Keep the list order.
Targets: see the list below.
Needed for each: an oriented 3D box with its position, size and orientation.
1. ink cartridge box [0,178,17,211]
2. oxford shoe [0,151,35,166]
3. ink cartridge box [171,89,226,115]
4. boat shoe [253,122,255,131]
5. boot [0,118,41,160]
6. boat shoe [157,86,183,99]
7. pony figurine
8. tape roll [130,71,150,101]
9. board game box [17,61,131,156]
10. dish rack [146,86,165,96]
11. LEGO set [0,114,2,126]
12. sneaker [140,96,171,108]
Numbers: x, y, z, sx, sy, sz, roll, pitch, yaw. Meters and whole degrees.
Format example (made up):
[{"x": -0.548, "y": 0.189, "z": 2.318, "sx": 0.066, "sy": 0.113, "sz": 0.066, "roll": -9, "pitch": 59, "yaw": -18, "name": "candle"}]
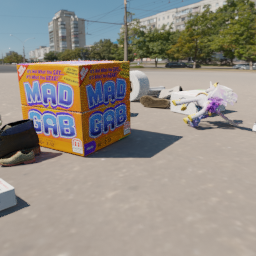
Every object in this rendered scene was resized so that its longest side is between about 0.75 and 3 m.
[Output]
[{"x": -2.741, "y": 1.358, "z": 5.374, "sx": 0.683, "sy": 0.392, "sz": 0.940, "roll": 14, "pitch": 20, "yaw": 42, "name": "ink cartridge box"}, {"x": -3.019, "y": 0.798, "z": 7.597, "sx": 0.940, "sy": 0.352, "sz": 0.331, "roll": -8, "pitch": 17, "yaw": -27, "name": "oxford shoe"}, {"x": 3.629, "y": -1.348, "z": 14.461, "sx": 2.413, "sy": 1.013, "sz": 1.747, "roll": -11, "pitch": 18, "yaw": -37, "name": "ink cartridge box"}, {"x": 5.518, "y": -0.036, "z": 9.438, "sx": 0.947, "sy": 0.895, "sz": 2.641, "roll": 10, "pitch": 7, "yaw": -29, "name": "boat shoe"}, {"x": -3.590, "y": 0.371, "z": 7.799, "sx": 2.210, "sy": 1.071, "sz": 0.826, "roll": -11, "pitch": 18, "yaw": -35, "name": "boot"}, {"x": 2.882, "y": -2.167, "z": 18.617, "sx": 1.885, "sy": 0.704, "sz": 0.874, "roll": -10, "pitch": -33, "yaw": 38, "name": "boat shoe"}, {"x": 3.337, "y": -0.954, "z": 11.519, "sx": 2.332, "sy": 1.942, "sz": 2.251, "roll": -28, "pitch": 46, "yaw": -8, "name": "pony figurine"}, {"x": 0.273, "y": -2.690, "z": 17.892, "sx": 1.887, "sy": 1.887, "sz": 1.295, "roll": 9, "pitch": 17, "yaw": 32, "name": "tape roll"}, {"x": -1.684, "y": -0.871, "z": 9.403, "sx": 2.602, "sy": 2.603, "sz": 2.605, "roll": 8, "pitch": 18, "yaw": 31, "name": "board game box"}, {"x": 1.610, "y": -2.564, "z": 19.351, "sx": 1.792, "sy": 0.390, "sz": 1.538, "roll": -6, "pitch": -8, "yaw": -25, "name": "dish rack"}, {"x": -5.115, "y": 0.072, "z": 10.235, "sx": 2.502, "sy": 0.709, "sz": 1.625, "roll": 25, "pitch": 28, "yaw": 30, "name": "LEGO set"}, {"x": 1.565, "y": -1.390, "z": 15.789, "sx": 1.841, "sy": 0.648, "sz": 0.695, "roll": 15, "pitch": 3, "yaw": 31, "name": "sneaker"}]
